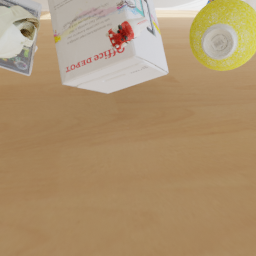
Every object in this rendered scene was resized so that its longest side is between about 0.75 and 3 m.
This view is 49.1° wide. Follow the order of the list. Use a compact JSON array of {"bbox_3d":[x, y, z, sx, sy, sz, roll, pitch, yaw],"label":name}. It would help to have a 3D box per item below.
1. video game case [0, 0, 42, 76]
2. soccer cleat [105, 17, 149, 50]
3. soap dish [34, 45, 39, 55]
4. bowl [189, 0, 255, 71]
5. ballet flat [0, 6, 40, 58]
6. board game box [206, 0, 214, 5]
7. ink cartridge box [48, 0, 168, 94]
[{"bbox_3d":[-3.420,-2.420,6.740,2.371,2.156,0.277,16,50,-15],"label":"video game case"},{"bbox_3d":[-0.031,-1.639,4.835,0.500,0.403,1.173,-29,14,-13],"label":"soccer cleat"},{"bbox_3d":[-3.712,-2.576,9.475,1.125,0.885,0.457,-56,31,-9],"label":"soap dish"},{"bbox_3d":[2.483,-2.367,7.476,1.946,1.946,1.047,13,33,22],"label":"bowl"},{"bbox_3d":[-2.207,-1.768,5.189,0.886,0.886,2.551,0,30,0],"label":"ballet flat"},{"bbox_3d":[2.473,-3.390,8.882,0.304,1.662,1.257,25,3,12],"label":"board game box"},{"bbox_3d":[-0.473,-2.426,6.744,1.957,2.668,1.948,-14,-7,27],"label":"ink cartridge box"}]
